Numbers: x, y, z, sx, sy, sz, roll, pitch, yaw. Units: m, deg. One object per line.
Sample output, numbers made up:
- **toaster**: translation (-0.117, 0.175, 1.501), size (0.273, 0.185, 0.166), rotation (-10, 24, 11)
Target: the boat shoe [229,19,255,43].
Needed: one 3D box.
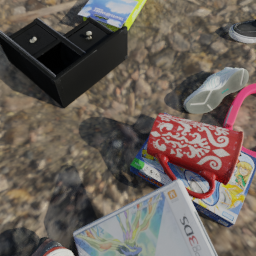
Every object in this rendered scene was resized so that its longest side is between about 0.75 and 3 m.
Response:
- **boat shoe**: translation (4.742, -3.423, 9.422), size (2.500, 0.828, 0.874), rotation (4, 60, 2)

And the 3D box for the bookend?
- **bookend**: translation (-1.941, -2.545, 8.656), size (2.799, 1.297, 2.817), rotation (40, 67, 20)

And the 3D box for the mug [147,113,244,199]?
- **mug**: translation (1.416, 0.505, 6.323), size (1.914, 1.277, 1.699), rotation (18, 37, 14)

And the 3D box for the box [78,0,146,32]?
- **box**: translation (-0.414, -4.498, 10.129), size (1.695, 0.662, 2.780), rotation (21, 62, 11)

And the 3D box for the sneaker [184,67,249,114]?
- **sneaker**: translation (2.483, -1.112, 8.261), size (2.060, 0.724, 0.825), rotation (-31, 30, -4)

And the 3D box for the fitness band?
- **fitness band**: translation (3.689, -0.161, 7.813), size (1.796, 0.468, 2.501), rotation (27, 65, 12)

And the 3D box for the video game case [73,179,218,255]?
- **video game case**: translation (0.340, 2.596, 5.152), size (2.629, 0.289, 2.396), rotation (-32, 65, 19)

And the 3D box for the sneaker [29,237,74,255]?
- **sneaker**: translation (-2.178, 3.468, 5.596), size (1.120, 1.054, 2.736), rotation (19, 65, 47)

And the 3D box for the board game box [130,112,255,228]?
- **board game box**: translation (1.679, 0.960, 7.120), size (2.725, 0.470, 1.845), rotation (27, 64, 15)
